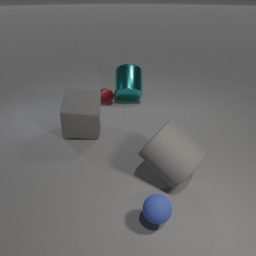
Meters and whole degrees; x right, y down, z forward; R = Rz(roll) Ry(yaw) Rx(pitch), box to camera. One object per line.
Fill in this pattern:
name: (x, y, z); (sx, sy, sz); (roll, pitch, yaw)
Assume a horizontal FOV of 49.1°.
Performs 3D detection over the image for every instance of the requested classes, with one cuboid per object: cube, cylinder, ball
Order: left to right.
cube: (-1.799, -0.551, 10.885); (1.400, 1.400, 1.400); (3, 48, -6)
cylinder: (-1.127, -1.638, 14.160); (0.700, 0.700, 0.700); (-8, 14, -15)
cylinder: (0.033, -2.276, 14.187); (1.400, 1.400, 1.400); (0, 71, 0)
ball: (0.698, 1.929, 6.683); (0.700, 0.700, 0.700); (0, 27, 0)
cylinder: (1.254, 0.707, 8.011); (1.400, 1.400, 1.400); (43, 38, 5)
